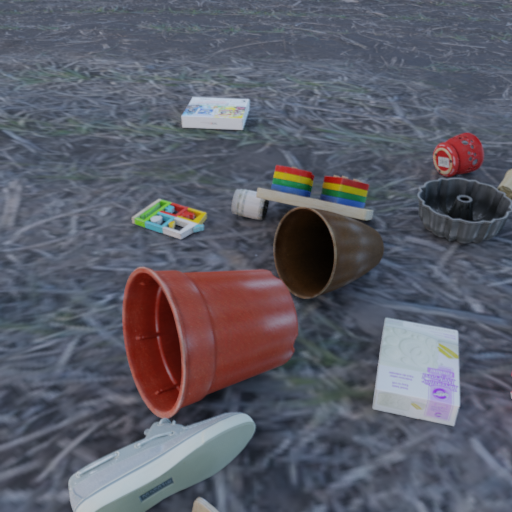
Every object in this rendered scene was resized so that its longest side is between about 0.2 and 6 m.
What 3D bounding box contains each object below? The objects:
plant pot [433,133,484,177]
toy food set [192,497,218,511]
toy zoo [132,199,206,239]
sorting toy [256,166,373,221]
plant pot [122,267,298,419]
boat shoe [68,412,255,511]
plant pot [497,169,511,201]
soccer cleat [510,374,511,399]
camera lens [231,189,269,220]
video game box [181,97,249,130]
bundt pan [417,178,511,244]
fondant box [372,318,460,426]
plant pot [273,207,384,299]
[{"bbox_3d":[4.580,-2.288,12.796,0.820,0.901,0.901,-17,38,-18],"label":"plant pot"},{"bbox_3d":[-0.745,3.415,4.821,1.676,0.705,2.335,26,43,32],"label":"toy food set"},{"bbox_3d":[-1.633,-0.724,11.140,1.403,0.144,0.921,17,38,22],"label":"toy zoo"},{"bbox_3d":[1.229,-1.214,10.591,1.985,0.691,1.973,13,8,13],"label":"sorting toy"},{"bbox_3d":[-0.558,0.972,7.408,1.826,1.878,1.878,-7,34,-33],"label":"plant pot"},{"bbox_3d":[-1.078,2.260,6.419,2.198,0.767,0.783,-23,45,-24],"label":"boat shoe"},{"bbox_3d":[5.452,-1.456,11.948,0.564,0.616,0.616,-38,48,-25],"label":"plant pot"},{"bbox_3d":[3.678,1.936,7.046,0.675,0.589,1.766,4,39,10],"label":"soccer cleat"},{"bbox_3d":[-0.107,-1.037,11.267,0.675,0.540,0.540,13,37,8],"label":"camera lens"},{"bbox_3d":[-1.098,-3.995,15.662,1.693,0.396,1.542,4,33,5],"label":"video game box"},{"bbox_3d":[3.993,-0.838,10.927,1.780,0.668,1.780,0,36,0],"label":"bundt pan"},{"bbox_3d":[2.224,1.550,7.732,1.053,0.425,1.460,9,37,12],"label":"fondant box"},{"bbox_3d":[1.354,-0.105,9.400,1.570,1.467,1.467,-5,32,-37],"label":"plant pot"}]
